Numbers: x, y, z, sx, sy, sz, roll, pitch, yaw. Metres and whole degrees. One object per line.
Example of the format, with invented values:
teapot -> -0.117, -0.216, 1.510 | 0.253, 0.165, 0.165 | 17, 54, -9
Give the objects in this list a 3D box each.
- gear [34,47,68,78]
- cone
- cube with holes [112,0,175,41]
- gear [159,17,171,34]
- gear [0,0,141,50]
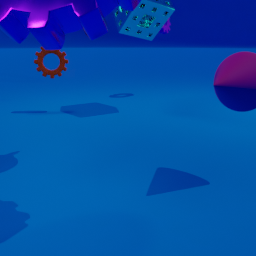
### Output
gear -> -2.559, -2.213, 9.357 | 1.080, 1.080, 0.200 | -3, 9, -9
cone -> 1.596, -0.701, 4.425 | 1.012, 1.012, 1.016 | 16, 20, 41
cube with holes -> 0.420, -4.005, 9.277 | 1.370, 1.370, 1.370 | 1, 59, -34
gear -> 1.431, -4.589, 11.838 | 0.217, 1.175, 1.175 | -7, 11, 35
gear -> -0.770, -1.934, 3.247 | 2.097, 2.097, 0.388 | 4, -17, 14
